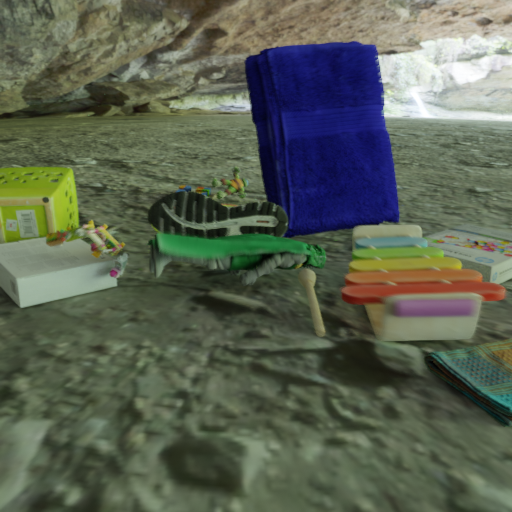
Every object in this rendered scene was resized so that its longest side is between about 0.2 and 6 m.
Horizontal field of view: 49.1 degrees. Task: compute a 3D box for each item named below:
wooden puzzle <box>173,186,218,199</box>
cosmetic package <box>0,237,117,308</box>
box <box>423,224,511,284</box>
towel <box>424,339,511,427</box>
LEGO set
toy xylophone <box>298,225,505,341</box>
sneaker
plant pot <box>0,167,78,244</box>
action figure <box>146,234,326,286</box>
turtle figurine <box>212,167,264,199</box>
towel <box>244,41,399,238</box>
[{"bbox_3d":[-1.862,-1.762,16.037,1.422,0.329,1.317,2,19,8],"label":"wooden puzzle"},{"bbox_3d":[-3.607,0.178,9.713,1.606,0.550,2.129,-15,23,-34],"label":"cosmetic package"},{"bbox_3d":[4.133,-0.051,10.575,2.297,0.473,1.791,-16,24,-38],"label":"box"},{"bbox_3d":[3.207,1.364,6.635,1.973,0.214,1.447,-7,20,-21],"label":"towel"},{"bbox_3d":[-2.803,-0.222,9.091,1.537,0.707,0.572,22,10,11],"label":"LEGO set"},{"bbox_3d":[1.941,0.395,8.420,2.446,0.839,3.341,-4,19,-5],"label":"toy xylophone"},{"bbox_3d":[-0.822,-0.587,11.300,2.733,1.068,1.234,6,-9,-14],"label":"sneaker"},{"bbox_3d":[-4.563,-0.873,11.442,1.577,1.585,1.438,-2,24,-9],"label":"plant pot"},{"bbox_3d":[-0.226,0.012,9.589,3.100,0.848,1.831,0,7,-17],"label":"action figure"},{"bbox_3d":[-0.562,-2.020,15.580,1.126,0.836,1.161,-20,29,-30],"label":"turtle figurine"},{"bbox_3d":[1.477,-2.510,11.995,2.981,4.037,1.000,-8,1,-5],"label":"towel"}]
